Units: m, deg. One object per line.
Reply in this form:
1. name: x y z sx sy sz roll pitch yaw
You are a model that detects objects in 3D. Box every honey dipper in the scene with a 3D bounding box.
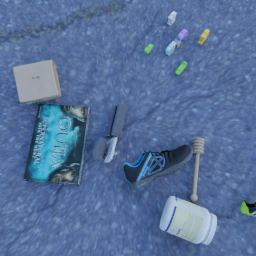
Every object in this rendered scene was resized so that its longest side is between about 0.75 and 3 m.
1. honey dipper: 2.003 1.200 8.138 0.348 0.348 1.833 7 74 2

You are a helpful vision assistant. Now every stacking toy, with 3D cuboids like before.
1. stacking toy: 1.642 -2.902 9.445 1.459 0.455 1.935 35 75 11

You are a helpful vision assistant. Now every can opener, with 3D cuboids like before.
1. can opener: -0.491 0.110 8.323 0.637 0.504 1.916 29 66 -29

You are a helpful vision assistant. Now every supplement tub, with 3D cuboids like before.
1. supplement tub: 1.571 2.441 7.373 1.283 0.930 0.930 20 73 6

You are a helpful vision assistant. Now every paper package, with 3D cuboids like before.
1. paper package: -2.737 -1.383 8.557 1.199 0.620 1.142 -11 89 -4

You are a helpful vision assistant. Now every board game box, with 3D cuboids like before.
1. board game box: -2.055 0.450 8.366 1.609 0.335 2.378 4 71 2

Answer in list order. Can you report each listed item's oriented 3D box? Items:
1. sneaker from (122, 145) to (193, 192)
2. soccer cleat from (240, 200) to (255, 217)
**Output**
1. sneaker: 0.843 0.933 7.833 2.102 0.769 0.861 -29 92 -10
2. soccer cleat: 3.519 2.213 7.445 0.980 0.331 0.397 13 109 21
